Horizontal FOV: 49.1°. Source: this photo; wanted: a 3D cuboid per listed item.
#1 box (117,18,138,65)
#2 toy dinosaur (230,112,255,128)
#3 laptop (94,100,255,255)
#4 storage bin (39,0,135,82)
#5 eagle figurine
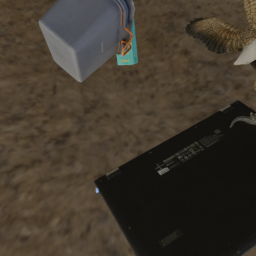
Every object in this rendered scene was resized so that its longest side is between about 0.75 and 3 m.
[{"bbox_3d":[-0.060,-2.016,6.496,0.435,1.057,0.260,3,24,25],"label":"box"},{"bbox_3d":[1.885,-0.184,3.598,1.094,0.559,0.421,-38,66,23],"label":"toy dinosaur"},{"bbox_3d":[0.995,0.918,4.528,2.687,1.663,2.870,-28,45,-14],"label":"laptop"},{"bbox_3d":[-0.758,-1.760,5.422,1.454,1.997,1.341,41,79,4],"label":"storage bin"},{"bbox_3d":[2.226,-1.890,5.324,1.683,1.674,2.218,-25,77,-13],"label":"eagle figurine"}]
